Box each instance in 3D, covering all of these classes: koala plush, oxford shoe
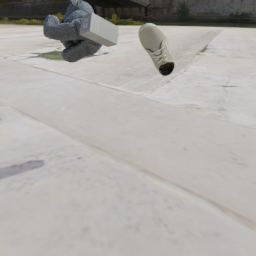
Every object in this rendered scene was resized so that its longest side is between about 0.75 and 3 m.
[{"bbox_3d":[-1.615,-3.551,9.454,1.792,1.729,1.950,-10,58,16],"label":"koala plush"},{"bbox_3d":[0.714,-1.759,6.461,0.574,1.526,0.441,-22,50,16],"label":"oxford shoe"}]

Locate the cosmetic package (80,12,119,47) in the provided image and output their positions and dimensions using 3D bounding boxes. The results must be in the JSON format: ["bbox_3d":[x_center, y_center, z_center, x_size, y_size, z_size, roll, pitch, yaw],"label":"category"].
[{"bbox_3d":[-0.765,-2.684,7.738,0.468,0.555,1.039,1,-9,41],"label":"cosmetic package"}]
